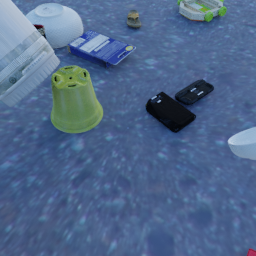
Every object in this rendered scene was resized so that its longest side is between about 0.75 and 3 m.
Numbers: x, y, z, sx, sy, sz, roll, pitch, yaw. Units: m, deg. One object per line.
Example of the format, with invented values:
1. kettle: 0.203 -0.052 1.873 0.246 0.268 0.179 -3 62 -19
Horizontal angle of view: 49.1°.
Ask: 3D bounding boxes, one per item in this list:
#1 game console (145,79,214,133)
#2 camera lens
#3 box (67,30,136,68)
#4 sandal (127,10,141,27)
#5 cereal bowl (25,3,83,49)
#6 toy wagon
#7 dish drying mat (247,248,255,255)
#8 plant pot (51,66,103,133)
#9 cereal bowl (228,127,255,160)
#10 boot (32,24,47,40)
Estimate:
1. game console: 1.802 -0.847 8.758 2.385 0.287 1.407 -32 56 -24
2. camera lens: -2.946 -1.860 6.370 1.825 2.282 1.825 -34 24 17
3. box: -0.986 -2.961 10.576 2.281 0.370 1.382 27 54 24
4. sandal: 0.251 -4.867 12.253 0.626 0.421 1.559 -1 48 -1
5. cereal bowl: -3.097 -4.300 11.355 2.466 1.027 2.466 0 49 0
6. toy wagon: 3.589 -5.634 12.900 2.503 0.495 1.942 -27 54 -23
7. dish drying mat: 2.368 3.320 5.096 0.790 0.187 2.057 22 51 17
8. plant pot: -1.548 -0.901 8.015 1.582 1.454 1.582 0 49 0
9. cereal bowl: 2.200 0.272 4.719 0.924 0.385 0.924 -22 7 3
10. boot: -3.637 -3.140 10.172 1.608 1.214 0.580 0 48 0
